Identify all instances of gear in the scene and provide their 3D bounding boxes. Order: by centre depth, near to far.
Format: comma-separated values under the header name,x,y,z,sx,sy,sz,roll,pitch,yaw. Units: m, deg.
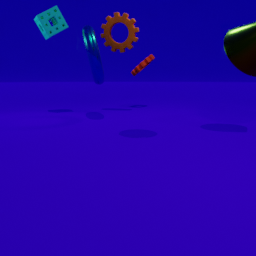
name,x,y,z,sx,sy,sz,roll,pitch,yaw
gear,-0.324,-3.732,10.997,1.483,1.483,0.274,2,18,12
gear,0.702,-2.960,13.222,1.285,0.238,1.285,-40,4,3

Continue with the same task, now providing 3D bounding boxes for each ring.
name,x,y,z,sx,sy,sz,roll,pitch,yaw
ring,-1.173,-2.463,9.555,0.398,1.991,1.991,-13,11,-4

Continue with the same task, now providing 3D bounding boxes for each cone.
name,x,y,z,sx,sy,sz,roll,pitch,yaw
cone,3.242,-2.166,6.386,1.459,1.459,1.464,-4,-19,-19

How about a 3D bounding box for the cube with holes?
name,x,y,z,sx,sy,sz,roll,pitch,yaw
cube with holes,-2.823,-3.843,10.273,0.809,0.809,0.809,-35,23,-15
